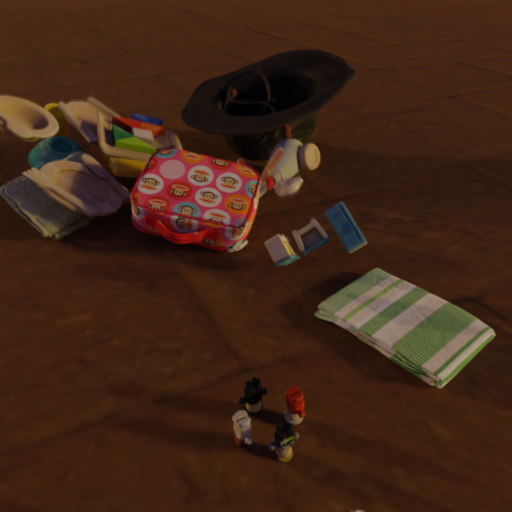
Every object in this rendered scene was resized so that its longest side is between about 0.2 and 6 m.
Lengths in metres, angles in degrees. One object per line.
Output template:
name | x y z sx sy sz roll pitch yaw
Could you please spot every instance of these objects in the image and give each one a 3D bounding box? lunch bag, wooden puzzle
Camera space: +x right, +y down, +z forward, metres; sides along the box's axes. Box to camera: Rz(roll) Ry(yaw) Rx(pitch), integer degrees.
lunch bag | -1.064 -0.909 9.769 2.122 0.869 1.869 14 49 2
wooden puzzle | -2.364 -2.422 11.749 2.064 0.358 3.060 7 33 -31

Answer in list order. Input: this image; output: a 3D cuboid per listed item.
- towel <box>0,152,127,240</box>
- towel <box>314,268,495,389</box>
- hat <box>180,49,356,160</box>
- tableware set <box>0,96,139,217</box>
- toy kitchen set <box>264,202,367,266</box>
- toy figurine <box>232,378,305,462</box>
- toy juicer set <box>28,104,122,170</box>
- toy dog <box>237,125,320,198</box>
towel | -3.571 -1.186 10.537 1.516 0.373 2.044 39 45 12
towel | 2.081 0.926 7.900 1.581 0.243 2.073 -27 40 -36
hat | 0.378 -3.229 13.007 4.053 1.635 4.053 -11 37 8
tableware set | -3.295 -2.195 11.209 3.349 0.465 4.009 40 31 12
toy kitchen set | 0.914 -0.193 8.389 1.276 0.751 1.022 -32 -6 10
toy figurine | 0.136 1.829 6.256 0.778 0.541 0.766 9 39 11
toy juicer set | -3.856 -1.970 12.041 1.955 0.836 3.073 11 44 -19
toy dog | 0.356 -1.967 11.403 1.445 1.056 2.192 -12 21 28
